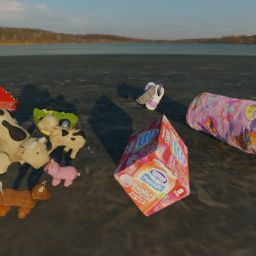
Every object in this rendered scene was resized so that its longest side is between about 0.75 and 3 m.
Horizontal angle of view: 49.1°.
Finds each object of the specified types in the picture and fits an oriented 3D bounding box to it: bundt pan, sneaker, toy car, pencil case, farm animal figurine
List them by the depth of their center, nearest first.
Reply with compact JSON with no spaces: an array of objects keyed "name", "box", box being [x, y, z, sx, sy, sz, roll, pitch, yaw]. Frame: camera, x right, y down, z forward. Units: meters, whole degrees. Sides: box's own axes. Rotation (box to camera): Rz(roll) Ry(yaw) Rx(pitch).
[{"name":"farm animal figurine","box":[-1.627,0.285,4.552,1.958,1.032,1.980,33,33,-4]},{"name":"pencil case","box":[2.538,-0.160,6.708,1.152,1.152,2.634,-7,16,-20]},{"name":"toy car","box":[-2.998,-0.161,7.047,2.884,0.643,2.714,19,21,5]},{"name":"bundt pan","box":[0.649,-1.112,9.729,0.795,0.298,0.795,-41,7,6]},{"name":"sneaker","box":[1.053,-1.410,10.472,0.532,0.837,1.467,18,40,-17]}]

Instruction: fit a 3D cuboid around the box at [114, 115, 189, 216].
[{"name":"box","box":[0.445,0.502,4.475,0.763,0.797,1.599,-33,11,20]}]
